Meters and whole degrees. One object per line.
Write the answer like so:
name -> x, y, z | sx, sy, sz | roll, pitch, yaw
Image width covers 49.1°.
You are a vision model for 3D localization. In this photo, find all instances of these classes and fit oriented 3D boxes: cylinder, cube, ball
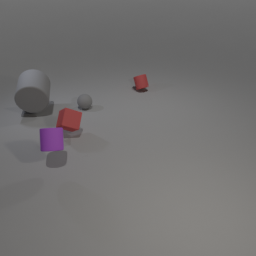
cylinder -> -4.159, -1.623, 12.304 | 1.400, 1.400, 1.400 | -5, 43, -8
cube -> -2.256, -0.302, 10.712 | 0.700, 0.700, 0.700 | 16, -15, -30
ball -> -2.019, -1.241, 13.069 | 0.700, 0.700, 0.700 | 0, 29, 0
cylinder -> -2.364, 0.354, 8.686 | 0.700, 0.700, 0.700 | -3, -1, 0
cylinder -> 0.709, -2.477, 15.093 | 0.700, 0.700, 0.700 | -15, 6, 2
